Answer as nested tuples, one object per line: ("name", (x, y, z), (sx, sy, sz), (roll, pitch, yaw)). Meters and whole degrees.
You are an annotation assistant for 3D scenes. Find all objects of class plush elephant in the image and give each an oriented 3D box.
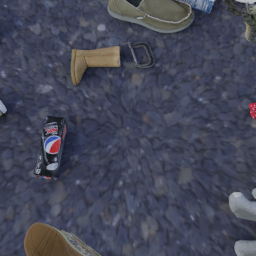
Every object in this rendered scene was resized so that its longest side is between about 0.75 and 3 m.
("plush elephant", (3.746, 1.924, 6.781), (2.422, 1.875, 1.994), (-10, 112, 29))

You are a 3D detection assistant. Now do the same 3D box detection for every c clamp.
("c clamp", (0.321, -2.389, 9.115), (0.989, 0.157, 1.157), (-19, 70, -12))

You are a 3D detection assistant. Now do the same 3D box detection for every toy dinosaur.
("toy dinosaur", (2.812, -2.651, 6.481), (1.187, 2.694, 0.639), (39, 94, 12))

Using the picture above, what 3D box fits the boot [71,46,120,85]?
("boot", (-1.000, -1.992, 8.773), (1.525, 0.504, 1.336), (-2, 70, -2))

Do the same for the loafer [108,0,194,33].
("loafer", (0.734, -3.965, 9.188), (2.946, 1.026, 1.108), (11, 71, 4))

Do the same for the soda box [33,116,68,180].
("soda box", (-2.129, 0.542, 7.801), (0.535, 0.597, 1.688), (6, 71, -1))

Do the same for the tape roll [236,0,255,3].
("tape roll", (4.127, -5.772, 8.936), (2.732, 2.732, 1.876), (37, 75, 12))

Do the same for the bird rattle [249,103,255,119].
("bird rattle", (4.179, -0.495, 8.230), (1.096, 0.618, 0.894), (-29, 89, -7))

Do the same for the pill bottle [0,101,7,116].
("pill bottle", (-4.304, -0.411, 8.053), (1.369, 0.770, 0.770), (-37, 74, -12))

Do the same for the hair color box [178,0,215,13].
("hair color box", (2.098, -4.835, 9.723), (2.000, 0.605, 1.000), (22, 72, 8))

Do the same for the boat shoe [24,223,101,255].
("boat shoe", (-0.914, 2.157, 4.538), (1.875, 0.588, 0.687), (23, 80, 28))
